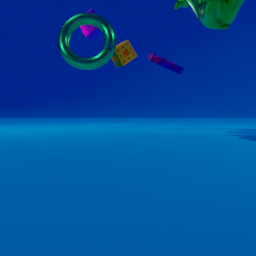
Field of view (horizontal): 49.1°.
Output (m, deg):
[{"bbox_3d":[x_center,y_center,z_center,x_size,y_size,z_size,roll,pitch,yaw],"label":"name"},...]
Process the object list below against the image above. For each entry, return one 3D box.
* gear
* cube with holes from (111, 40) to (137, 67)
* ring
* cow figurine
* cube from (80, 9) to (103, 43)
[{"bbox_3d":[1.618,-2.756,11.962,1.572,0.291,1.572,22,18,-7],"label":"gear"},{"bbox_3d":[-0.229,-2.973,11.268,0.733,0.733,0.733,-39,20,-16],"label":"cube with holes"},{"bbox_3d":[-1.340,-2.851,9.181,1.938,1.938,0.388,0,-7,-1],"label":"ring"},{"bbox_3d":[1.117,-1.915,4.040,0.745,1.356,1.335,-22,-14,6],"label":"cow figurine"},{"bbox_3d":[-1.420,-4.014,11.036,0.801,0.801,0.801,-33,-3,7],"label":"cube"}]
